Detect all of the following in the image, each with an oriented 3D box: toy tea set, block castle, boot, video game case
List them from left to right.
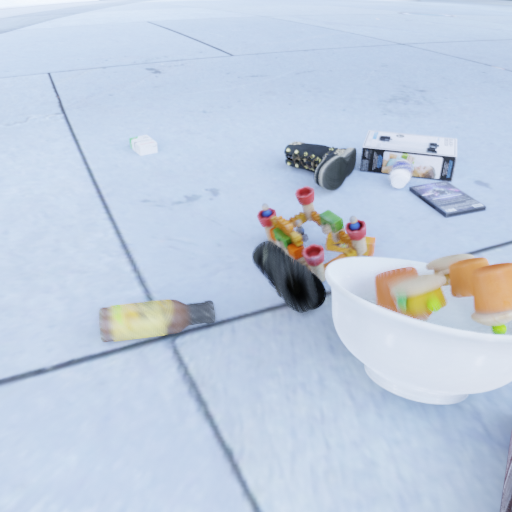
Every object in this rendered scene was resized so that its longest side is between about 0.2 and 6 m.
[{"bbox_3d":[0.744,0.546,9.240,0.667,1.772,1.325,-52,30,1],"label":"boot"},{"bbox_3d":[1.076,-0.552,11.276,1.431,1.004,2.141,-30,40,-15],"label":"block castle"},{"bbox_3d":[1.490,-2.412,14.758,1.805,0.863,2.390,13,28,24],"label":"boot"},{"bbox_3d":[4.686,-1.417,13.812,1.131,0.150,1.583,-11,32,-16],"label":"video game case"},{"bbox_3d":[2.647,0.685,7.801,1.707,1.063,2.871,-14,2,4],"label":"toy tea set"}]

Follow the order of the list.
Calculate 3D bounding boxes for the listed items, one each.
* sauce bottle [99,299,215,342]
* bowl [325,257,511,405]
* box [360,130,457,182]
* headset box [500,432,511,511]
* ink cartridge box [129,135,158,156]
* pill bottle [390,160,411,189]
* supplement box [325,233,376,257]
[{"bbox_3d":[-1.651,1.041,9.409,1.898,0.614,0.614,-6,32,-14],"label":"sauce bottle"},{"bbox_3d":[2.463,1.131,8.102,3.205,1.441,3.205,7,15,-2],"label":"bowl"},{"bbox_3d":[4.205,-2.782,15.421,2.468,0.742,1.439,10,33,15],"label":"box"},{"bbox_3d":[4.108,2.571,6.533,2.096,1.058,2.819,15,35,22],"label":"headset box"},{"bbox_3d":[-3.341,-3.278,16.606,0.579,0.333,0.793,-18,36,-26],"label":"ink cartridge box"},{"bbox_3d":[3.727,-2.093,14.461,0.484,0.484,0.808,10,39,15],"label":"pill bottle"},{"bbox_3d":[1.977,-0.252,11.757,1.010,0.336,0.347,8,32,11],"label":"supplement box"}]
